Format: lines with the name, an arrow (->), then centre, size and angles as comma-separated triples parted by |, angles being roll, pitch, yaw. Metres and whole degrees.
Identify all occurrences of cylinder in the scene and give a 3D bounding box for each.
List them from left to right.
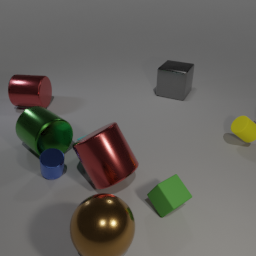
cylinder -> -4.259, -1.619, 12.291 | 1.400, 1.400, 1.400 | 4, 31, 6
cylinder -> -2.807, 0.129, 9.413 | 1.400, 1.400, 1.400 | -27, 40, -37
cylinder -> -2.262, 1.077, 8.363 | 0.700, 0.700, 0.700 | 7, 50, -9
cylinder -> -0.620, 0.757, 7.869 | 1.400, 1.400, 1.400 | -28, 7, 4
cylinder -> 4.051, 0.040, 9.662 | 0.700, 0.700, 0.700 | 33, 23, -22

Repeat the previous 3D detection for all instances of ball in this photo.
ball -> -0.542, 2.123, 6.024 | 1.400, 1.400, 1.400 | 0, 31, 0

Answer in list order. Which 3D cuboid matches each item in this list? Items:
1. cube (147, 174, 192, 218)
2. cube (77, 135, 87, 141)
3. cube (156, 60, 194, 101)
cube -> 1.053, 1.732, 7.167 | 0.700, 0.700, 0.700 | -20, 66, -34
cube -> -1.170, 0.668, 9.213 | 0.700, 0.700, 0.700 | -23, 38, -33
cube -> 2.274, -2.323, 13.499 | 1.400, 1.400, 1.400 | 14, 34, 22
